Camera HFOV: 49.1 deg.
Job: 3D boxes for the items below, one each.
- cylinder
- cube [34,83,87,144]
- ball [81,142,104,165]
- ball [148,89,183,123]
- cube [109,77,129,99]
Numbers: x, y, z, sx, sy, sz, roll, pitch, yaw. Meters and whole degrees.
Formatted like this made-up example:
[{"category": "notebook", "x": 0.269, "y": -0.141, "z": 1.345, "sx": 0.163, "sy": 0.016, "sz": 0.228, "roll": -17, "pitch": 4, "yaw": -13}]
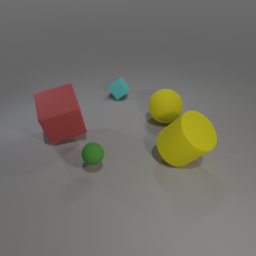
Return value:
[{"category": "cylinder", "x": 1.865, "y": 0.368, "z": 9.051, "sx": 1.400, "sy": 1.400, "sz": 1.400, "roll": 16, "pitch": 56, "yaw": -24}, {"category": "cube", "x": -2.451, "y": -0.526, "z": 10.240, "sx": 1.400, "sy": 1.400, "sz": 1.400, "roll": -18, "pitch": 53, "yaw": -7}, {"category": "ball", "x": -1.092, "y": 0.797, "z": 8.701, "sx": 0.700, "sy": 0.700, "sz": 0.700, "roll": 0, "pitch": 31, "yaw": 0}, {"category": "ball", "x": 1.548, "y": -0.901, "z": 11.560, "sx": 1.400, "sy": 1.400, "sz": 1.400, "roll": 0, "pitch": 31, "yaw": 0}, {"category": "cube", "x": -0.429, "y": -1.949, "z": 13.744, "sx": 0.700, "sy": 0.700, "sz": 0.700, "roll": -31, "pitch": 18, "yaw": 19}]
